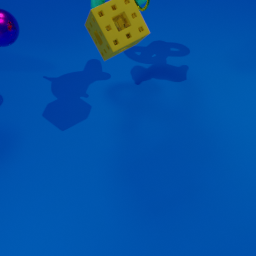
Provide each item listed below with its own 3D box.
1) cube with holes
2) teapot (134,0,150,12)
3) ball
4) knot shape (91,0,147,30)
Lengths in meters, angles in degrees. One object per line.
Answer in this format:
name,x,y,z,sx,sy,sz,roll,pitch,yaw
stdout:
cube with holes,-0.228,-1.900,5.360,0.809,0.809,0.809,-31,100,-13
teapot,-0.044,-2.976,5.374,0.757,1.546,0.961,-24,19,35
ball,-2.634,-2.057,5.762,0.751,0.751,0.751,0,55,0
knot shape,-0.081,-2.773,6.547,0.881,1.906,1.784,43,93,11
